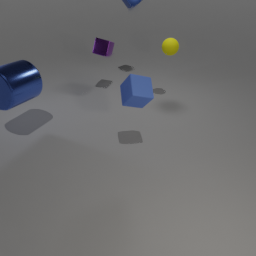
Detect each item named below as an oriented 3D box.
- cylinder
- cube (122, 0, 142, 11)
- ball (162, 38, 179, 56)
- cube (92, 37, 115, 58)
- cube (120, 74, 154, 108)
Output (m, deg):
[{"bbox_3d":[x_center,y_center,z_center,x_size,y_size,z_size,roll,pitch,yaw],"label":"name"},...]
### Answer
[{"bbox_3d":[-3.917,-1.483,9.552,1.400,1.400,1.400,15,31,23],"label":"cylinder"},{"bbox_3d":[0.198,-5.977,12.920,0.700,0.700,0.700,-41,19,-1],"label":"cube"},{"bbox_3d":[1.746,-3.350,11.554,0.700,0.700,0.700,0,32,0],"label":"ball"},{"bbox_3d":[-1.109,-3.643,12.715,0.700,0.700,0.700,18,15,11],"label":"cube"},{"bbox_3d":[0.249,-1.064,8.187,0.700,0.700,0.700,5,66,-27],"label":"cube"}]
